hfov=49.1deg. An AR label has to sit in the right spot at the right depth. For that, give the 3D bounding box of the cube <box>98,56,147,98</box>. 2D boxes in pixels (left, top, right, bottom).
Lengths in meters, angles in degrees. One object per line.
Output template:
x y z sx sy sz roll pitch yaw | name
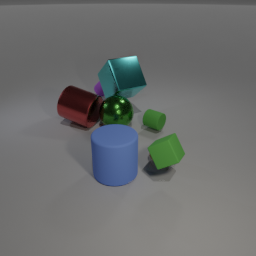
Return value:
-0.279 -2.087 12.051 1.400 1.400 1.400 -15 -8 -28 | cube

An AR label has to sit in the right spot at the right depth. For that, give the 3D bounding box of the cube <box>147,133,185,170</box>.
1.099 0.656 7.967 0.700 0.700 0.700 -24 4 30 | cube

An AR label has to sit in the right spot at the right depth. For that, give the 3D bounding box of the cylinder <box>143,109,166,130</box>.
1.058 -0.341 11.237 0.700 0.700 0.700 21 34 33 | cylinder

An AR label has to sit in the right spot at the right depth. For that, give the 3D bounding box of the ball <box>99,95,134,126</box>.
-0.464 -0.628 11.322 1.400 1.400 1.400 0 27 0 | ball

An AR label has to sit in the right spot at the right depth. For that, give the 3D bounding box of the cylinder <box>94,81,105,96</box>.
-1.228 -2.036 13.947 0.700 0.700 0.700 -30 -3 -44 | cylinder

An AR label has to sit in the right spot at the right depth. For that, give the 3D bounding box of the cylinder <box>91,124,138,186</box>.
-0.396 0.802 8.557 1.400 1.400 1.400 0 27 0 | cylinder

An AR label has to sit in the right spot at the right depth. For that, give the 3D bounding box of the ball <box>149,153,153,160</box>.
1.054 0.823 9.270 0.700 0.700 0.700 0 27 0 | ball

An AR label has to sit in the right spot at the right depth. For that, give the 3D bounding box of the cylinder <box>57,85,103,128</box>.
-1.962 -0.889 11.575 1.400 1.400 1.400 21 32 14 | cylinder
